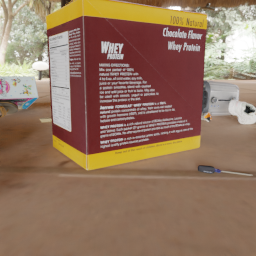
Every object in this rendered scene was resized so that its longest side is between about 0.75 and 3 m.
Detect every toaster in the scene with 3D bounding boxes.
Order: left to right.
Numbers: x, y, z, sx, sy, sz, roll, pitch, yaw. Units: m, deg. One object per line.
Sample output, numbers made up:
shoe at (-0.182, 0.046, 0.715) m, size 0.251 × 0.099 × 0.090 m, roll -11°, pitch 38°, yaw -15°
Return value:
toaster at (3.280, -1.218, 11.228) m, size 1.567 × 1.379 × 2.426 m, roll 1°, pitch 10°, yaw -13°

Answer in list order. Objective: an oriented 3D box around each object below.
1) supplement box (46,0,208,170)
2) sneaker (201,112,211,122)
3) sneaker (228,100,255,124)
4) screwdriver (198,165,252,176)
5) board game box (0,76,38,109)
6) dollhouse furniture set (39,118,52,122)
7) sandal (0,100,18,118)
supplement box at (-0.032, -0.988, 6.198) m, size 2.901 × 2.941 × 1.953 m, roll -8°, pitch 14°, yaw -32°
sneaker at (2.695, -0.377, 9.851) m, size 0.401 × 0.330 × 0.872 m, roll -3°, pitch 3°, yaw 23°
sneaker at (3.740, -0.442, 8.743) m, size 1.353 × 0.527 × 0.672 m, roll 23°, pitch -9°, yaw -36°
screwdriver at (1.690, 0.779, 4.889) m, size 0.938 × 0.136 × 0.131 m, roll 11°, pitch 16°, yaw 4°
board game box at (-5.328, -1.296, 11.046) m, size 2.933 × 0.943 × 2.164 m, roll -8°, pitch -5°, yaw -33°
dollhouse furniture set at (-2.625, -0.453, 9.512) m, size 0.763 × 0.542 × 0.605 m, roll -3°, pitch 12°, yaw -15°
sandal at (-4.801, -0.688, 10.214) m, size 0.902 × 0.602 × 2.207 m, roll -11°, pitch -6°, yaw 2°
